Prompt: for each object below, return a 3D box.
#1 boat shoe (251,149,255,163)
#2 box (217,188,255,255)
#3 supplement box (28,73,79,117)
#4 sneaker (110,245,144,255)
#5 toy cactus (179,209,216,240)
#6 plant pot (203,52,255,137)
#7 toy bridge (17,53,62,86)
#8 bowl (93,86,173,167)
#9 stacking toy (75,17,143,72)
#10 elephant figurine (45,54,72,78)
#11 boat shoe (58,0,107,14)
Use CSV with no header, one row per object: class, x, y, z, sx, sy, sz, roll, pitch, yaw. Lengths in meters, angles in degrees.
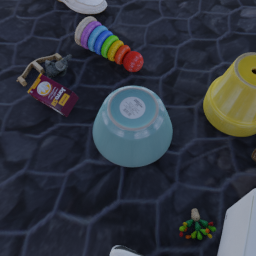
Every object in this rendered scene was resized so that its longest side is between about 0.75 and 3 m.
boat shoe,4.105,0.581,8.207,1.151,0.425,0.435,-35,66,-18
box,3.080,2.702,6.128,1.677,1.948,1.957,19,62,10
supplement box,-2.371,-1.046,8.935,1.370,0.587,0.756,29,81,16
sneaker,0.665,3.824,6.156,2.735,1.026,1.579,14,66,19
toy cactus,1.758,2.455,7.193,0.939,0.480,0.775,-7,51,6
plant pot,3.476,-1.075,8.280,2.066,1.944,2.066,0,60,0
toy bridge,-3.164,-2.124,9.845,1.739,0.237,0.585,-40,65,-20
bowl,0.141,-0.236,8.175,2.493,1.304,2.493,0,62,0
stacking toy,-0.591,-2.804,9.886,2.592,1.107,1.107,37,67,11
elephant figurine,-2.344,-2.097,9.618,0.903,0.701,0.639,-8,24,-6
boat shoe,-2.222,-5.560,11.319,2.983,1.034,1.056,26,64,14
